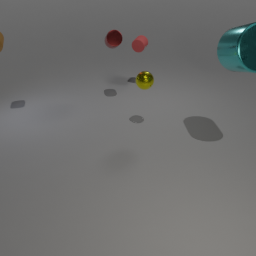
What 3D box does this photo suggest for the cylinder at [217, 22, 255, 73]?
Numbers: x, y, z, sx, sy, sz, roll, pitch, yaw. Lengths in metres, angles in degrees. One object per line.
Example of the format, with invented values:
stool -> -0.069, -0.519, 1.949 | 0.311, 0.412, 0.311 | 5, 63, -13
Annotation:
cylinder -> 3.611, -2.383, 8.403 | 1.400, 1.400, 1.400 | -3, 14, -6

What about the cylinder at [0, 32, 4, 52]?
cylinder -> -5.178, -3.334, 10.786 | 0.700, 0.700, 0.700 | -7, 45, -12

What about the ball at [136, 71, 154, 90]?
ball -> 0.637, -1.798, 10.596 | 0.700, 0.700, 0.700 | 0, 30, 0

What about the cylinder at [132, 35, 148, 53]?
cylinder -> 0.630, -4.418, 14.702 | 0.700, 0.700, 0.700 | 11, 38, 18

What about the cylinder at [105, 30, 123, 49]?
cylinder -> -0.646, -3.904, 12.336 | 0.700, 0.700, 0.700 | -7, 9, -11
